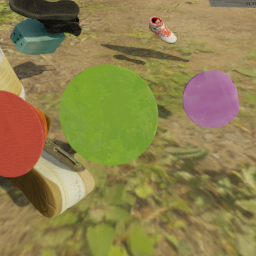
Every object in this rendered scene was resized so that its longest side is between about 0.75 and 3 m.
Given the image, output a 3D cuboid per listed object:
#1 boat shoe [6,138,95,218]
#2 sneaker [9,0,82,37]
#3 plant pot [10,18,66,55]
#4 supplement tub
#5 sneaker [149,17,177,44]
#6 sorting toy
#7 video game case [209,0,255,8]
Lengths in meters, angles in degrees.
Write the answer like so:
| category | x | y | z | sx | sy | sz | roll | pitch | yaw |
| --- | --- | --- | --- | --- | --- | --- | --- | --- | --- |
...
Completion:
| category | x | y | z | sx | sy | sz | roll | pitch | yaw |
| --- | --- | --- | --- | --- | --- | --- | --- | --- | --- |
| boat shoe | -1.397 | 0.534 | 4.376 | 0.776 | 0.865 | 2.338 | -14 | 32 | -39 |
| sneaker | -2.088 | -2.896 | 7.399 | 2.103 | 1.097 | 0.632 | -10 | 81 | -34 |
| plant pot | -2.677 | -2.672 | 8.118 | 1.236 | 0.873 | 0.874 | -33 | 91 | -48 |
| supplement tub | -2.680 | -0.807 | 4.956 | 1.311 | 1.812 | 1.311 | -8 | 45 | 8 |
| sneaker | 1.150 | -3.243 | 9.268 | 1.097 | 0.588 | 0.366 | 38 | 85 | 9 |
| sorting toy | -0.295 | -0.157 | 3.110 | 2.791 | 0.968 | 0.961 | -9 | 9 | 13 |
| video game case | 2.997 | -4.207 | 7.611 | 2.135 | 2.342 | 0.258 | 20 | 77 | 36 |
